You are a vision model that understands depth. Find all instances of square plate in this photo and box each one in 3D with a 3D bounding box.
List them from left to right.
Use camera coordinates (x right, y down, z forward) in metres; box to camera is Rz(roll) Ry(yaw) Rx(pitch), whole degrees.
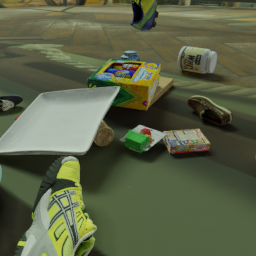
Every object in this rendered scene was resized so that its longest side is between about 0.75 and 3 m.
[{"bbox_3d":[-1.864,-0.188,7.799,2.868,0.408,2.841,-2,38,20],"label":"square plate"}]

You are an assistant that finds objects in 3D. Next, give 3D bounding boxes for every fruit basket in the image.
[{"bbox_3d":[0.417,0.274,7.707,0.928,0.470,1.002,20,31,31],"label":"fruit basket"}]

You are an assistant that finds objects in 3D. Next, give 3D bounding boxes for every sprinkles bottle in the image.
[{"bbox_3d":[-1.059,-0.127,8.245,0.606,0.606,1.776,-15,32,-25],"label":"sprinkles bottle"}]

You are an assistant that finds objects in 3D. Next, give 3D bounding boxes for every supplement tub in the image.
[{"bbox_3d":[3.301,-3.230,13.339,1.580,1.146,1.146,17,33,29],"label":"supplement tub"}]

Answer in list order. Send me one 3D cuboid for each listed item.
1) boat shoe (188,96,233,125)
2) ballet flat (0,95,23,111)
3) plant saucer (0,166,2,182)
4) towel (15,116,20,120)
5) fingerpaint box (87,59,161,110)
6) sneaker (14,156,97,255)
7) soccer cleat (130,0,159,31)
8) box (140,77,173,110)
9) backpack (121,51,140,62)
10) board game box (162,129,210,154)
[{"bbox_3d":[2.534,-0.580,9.101,0.620,0.619,1.676,-27,39,-30],"label":"boat shoe"},{"bbox_3d":[-4.466,-0.822,9.703,1.561,0.570,0.570,-3,28,-18],"label":"ballet flat"},{"bbox_3d":[-3.993,1.408,5.551,2.878,0.517,2.878,1,29,0],"label":"plant saucer"},{"bbox_3d":[-3.182,-0.315,9.136,0.820,0.092,0.593,15,33,24],"label":"towel"},{"bbox_3d":[-0.047,-1.687,10.117,2.088,0.918,2.503,9,31,12],"label":"fingerpaint box"},{"bbox_3d":[-1.069,1.642,4.771,1.088,1.074,2.849,6,39,-3],"label":"sneaker"},{"bbox_3d":[0.579,-4.423,9.160,0.979,2.340,0.756,0,17,-25],"label":"soccer cleat"},{"bbox_3d":[0.221,-1.603,11.255,2.437,0.317,2.982,14,31,23],"label":"box"},{"bbox_3d":[0.068,-3.718,14.773,0.876,0.644,0.802,-25,34,-31],"label":"backpack"},{"bbox_3d":[1.583,0.348,7.748,1.098,0.254,0.831,-4,29,-7],"label":"board game box"}]
